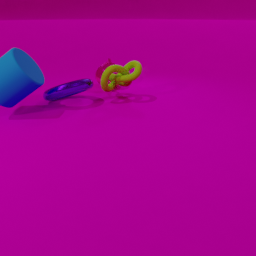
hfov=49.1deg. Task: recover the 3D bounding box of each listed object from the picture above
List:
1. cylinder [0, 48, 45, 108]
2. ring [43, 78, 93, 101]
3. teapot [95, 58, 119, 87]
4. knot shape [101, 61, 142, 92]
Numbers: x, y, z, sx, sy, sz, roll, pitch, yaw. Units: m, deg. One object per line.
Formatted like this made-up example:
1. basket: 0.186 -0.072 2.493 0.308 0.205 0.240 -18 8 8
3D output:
1. cylinder: -3.612 -1.562 8.820 1.376 1.376 1.376 -33 20 13
2. ring: -2.154 -1.381 10.154 1.866 0.373 1.866 -17 6 2
3. teapot: -0.773 -2.296 12.047 1.217 0.958 1.957 6 49 -17
4. knot shape: -0.383 -1.873 10.317 1.553 0.767 1.660 -24 2 -41
